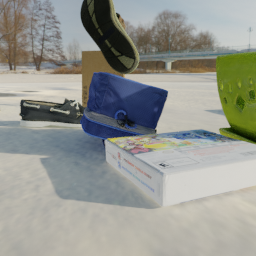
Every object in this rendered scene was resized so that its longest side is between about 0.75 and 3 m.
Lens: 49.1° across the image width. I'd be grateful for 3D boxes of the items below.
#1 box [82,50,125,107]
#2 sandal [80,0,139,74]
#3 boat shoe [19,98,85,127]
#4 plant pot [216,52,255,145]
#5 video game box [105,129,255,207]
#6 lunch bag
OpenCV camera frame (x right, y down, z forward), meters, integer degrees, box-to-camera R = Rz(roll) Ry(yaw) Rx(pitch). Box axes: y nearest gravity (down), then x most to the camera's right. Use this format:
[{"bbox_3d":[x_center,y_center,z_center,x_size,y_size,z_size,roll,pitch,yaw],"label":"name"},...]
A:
[{"bbox_3d":[-1.093,-2.126,12.341,2.050,2.508,0.267,4,9,19],"label":"box"},{"bbox_3d":[-0.274,-1.502,4.373,0.606,1.526,0.436,-28,-8,28],"label":"sandal"},{"bbox_3d":[-1.865,-0.477,8.325,2.703,0.815,1.022,-1,11,-7],"label":"boat shoe"},{"bbox_3d":[3.017,-0.440,5.306,2.113,1.927,2.123,-1,11,-9],"label":"plant pot"},{"bbox_3d":[0.929,0.470,4.425,2.093,0.490,1.907,-5,15,-24],"label":"video game box"},{"bbox_3d":[-0.164,-0.306,5.989,1.486,1.447,2.188,14,7,-13],"label":"lunch bag"}]
